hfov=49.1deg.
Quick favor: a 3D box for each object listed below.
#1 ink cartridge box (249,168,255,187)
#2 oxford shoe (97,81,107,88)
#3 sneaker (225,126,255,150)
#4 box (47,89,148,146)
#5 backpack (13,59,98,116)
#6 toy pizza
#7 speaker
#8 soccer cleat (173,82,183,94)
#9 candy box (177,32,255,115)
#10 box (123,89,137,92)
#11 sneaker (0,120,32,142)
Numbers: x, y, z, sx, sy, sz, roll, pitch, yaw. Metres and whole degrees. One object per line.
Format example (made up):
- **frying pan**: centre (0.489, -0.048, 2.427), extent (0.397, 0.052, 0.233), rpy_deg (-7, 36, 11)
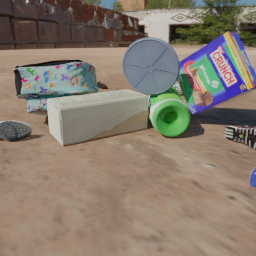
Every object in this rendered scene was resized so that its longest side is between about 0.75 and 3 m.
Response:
- **ink cartridge box**: centre (3.333, 0.990, 6.361), extent (0.675, 0.317, 1.435), rpy_deg (15, 25, 38)
- **oxford shoe**: centre (-1.492, -2.393, 15.872), extent (0.344, 0.344, 0.965), rpy_deg (15, 11, -39)
- **sneaker**: centre (3.719, 0.195, 8.223), extent (0.889, 0.582, 1.539), rpy_deg (-9, 21, -31)
- **box**: centre (-0.946, -0.445, 9.070), extent (3.000, 1.166, 1.424), rpy_deg (-11, 23, -27)
- **backpack**: centre (-2.403, -1.458, 10.043), extent (2.653, 1.997, 2.355), rpy_deg (-12, 0, 6)
- **toy pizza**: centre (0.739, -1.978, 9.042), extent (1.892, 1.892, 0.300), rpy_deg (6, 30, 16)
- **speaker**: centre (1.356, -0.714, 9.747), extent (1.282, 1.282, 2.898), rpy_deg (0, 20, 1)
- **soccer cleat**: centre (2.377, -1.942, 13.987), extent (0.877, 0.706, 2.058), rpy_deg (7, 16, 30)
- **candy box**: centre (2.841, -1.716, 9.254), extent (2.246, 1.899, 0.865), rpy_deg (-27, -8, 41)
- **box**: centre (-0.097, -1.840, 14.534), extent (0.928, 0.099, 0.758), rpy_deg (14, 24, 33)
- **sneaker**: centre (-3.848, 0.023, 8.603), extent (1.817, 0.677, 0.791), rpy_deg (0, 15, -3)
